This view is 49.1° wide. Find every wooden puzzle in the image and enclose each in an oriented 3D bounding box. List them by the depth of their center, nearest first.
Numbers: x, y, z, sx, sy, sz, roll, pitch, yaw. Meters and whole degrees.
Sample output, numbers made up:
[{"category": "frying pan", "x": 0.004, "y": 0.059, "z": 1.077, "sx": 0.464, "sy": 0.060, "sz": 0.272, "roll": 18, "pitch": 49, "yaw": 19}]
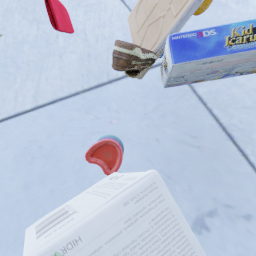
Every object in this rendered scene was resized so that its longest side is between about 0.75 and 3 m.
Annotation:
[{"category": "wooden puzzle", "x": 0.988, "y": -2.892, "z": 6.555, "sx": 0.684, "sy": 2.735, "sz": 2.953, "roll": 19, "pitch": 46, "yaw": -25}]

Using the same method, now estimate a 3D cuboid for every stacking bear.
[{"category": "stacking bear", "x": -0.366, "y": 0.402, "z": 5.420, "sx": 0.652, "sy": 1.073, "sz": 0.610, "roll": 36, "pitch": 97, "yaw": -4}]

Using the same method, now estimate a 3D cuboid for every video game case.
[{"category": "video game case", "x": 2.045, "y": -1.479, "z": 5.715, "sx": 2.653, "sy": 2.404, "sz": 0.603, "roll": -9, "pitch": 87, "yaw": 3}]

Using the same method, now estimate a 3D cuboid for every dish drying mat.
[{"category": "dish drying mat", "x": -1.408, "y": -2.313, "z": 5.789, "sx": 0.167, "sy": 0.706, "sz": 1.837, "roll": -14, "pitch": 17, "yaw": 2}]

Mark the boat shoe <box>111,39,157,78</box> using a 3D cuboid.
[{"category": "boat shoe", "x": 0.089, "y": -1.232, "z": 5.225, "sx": 0.578, "sy": 1.566, "sz": 0.579, "roll": 20, "pitch": 104, "yaw": 21}]

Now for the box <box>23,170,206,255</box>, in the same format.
[{"category": "box", "x": -0.210, "y": 1.397, "z": 3.222, "sx": 1.509, "sy": 1.502, "sz": 1.293, "roll": -30, "pitch": 91, "yaw": -22}]

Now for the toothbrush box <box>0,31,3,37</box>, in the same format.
[{"category": "toothbrush box", "x": -2.826, "y": -1.653, "z": 4.402, "sx": 1.332, "sy": 0.970, "sz": 0.573, "roll": -17, "pitch": 14, "yaw": 23}]
